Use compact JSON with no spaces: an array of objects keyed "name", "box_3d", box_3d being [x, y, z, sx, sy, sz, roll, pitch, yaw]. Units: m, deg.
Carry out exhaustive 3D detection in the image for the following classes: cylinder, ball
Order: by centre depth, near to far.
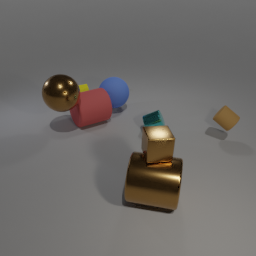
[{"name":"cylinder","box_3d":[0.722,1.428,7.696,1.400,1.400,1.400,7,30,9]},{"name":"ball","box_3d":[-2.482,-1.294,10.423,1.400,1.400,1.400,0,30,0]},{"name":"cylinder","box_3d":[3.661,-0.364,10.444,0.700,0.700,0.700,41,40,4]},{"name":"cylinder","box_3d":[1.023,-0.277,11.122,0.700,0.700,0.700,-20,26,16]},{"name":"cylinder","box_3d":[-1.593,-0.870,11.776,1.400,1.400,1.400,-17,34,-27]},{"name":"ball","box_3d":[-0.641,-1.605,12.689,1.400,1.400,1.400,0,30,0]}]

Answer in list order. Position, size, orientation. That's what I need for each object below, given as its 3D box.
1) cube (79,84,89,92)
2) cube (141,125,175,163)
[{"name":"cube","box_3d":[-2.252,-1.607,13.418,0.700,0.700,0.700,-15,-11,-23]},{"name":"cube","box_3d":[0.770,0.409,7.328,0.700,0.700,0.700,-3,29,-9]}]
